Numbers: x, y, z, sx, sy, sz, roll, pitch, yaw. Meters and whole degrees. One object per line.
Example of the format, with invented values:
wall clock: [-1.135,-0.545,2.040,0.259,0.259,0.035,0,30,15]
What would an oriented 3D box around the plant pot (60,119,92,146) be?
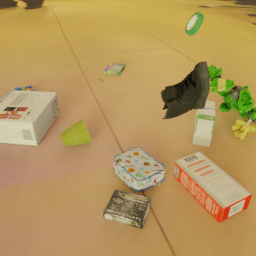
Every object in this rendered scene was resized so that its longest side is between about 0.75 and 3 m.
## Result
plant pot: [-1.927,0.269,10.212,0.963,0.901,0.901,-22,37,-8]

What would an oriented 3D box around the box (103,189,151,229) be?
box: [-0.005,2.198,7.683,1.112,0.269,0.881,10,35,15]

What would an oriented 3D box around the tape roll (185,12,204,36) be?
tape roll: [2.471,-3.887,10.464,0.208,0.867,0.867,23,28,-20]

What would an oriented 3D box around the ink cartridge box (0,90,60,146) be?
ink cartridge box: [-4.189,-0.498,11.082,2.168,1.035,2.469,5,34,7]

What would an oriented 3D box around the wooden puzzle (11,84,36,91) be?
wooden puzzle: [-5.134,-1.838,13.825,1.118,0.279,1.207,-18,37,-25]

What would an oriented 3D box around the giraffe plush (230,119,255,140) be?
giraffe plush: [4.522,0.014,10.668,0.754,0.930,0.803,5,57,-39]

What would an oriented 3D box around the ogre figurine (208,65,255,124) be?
ogre figurine: [4.391,-1.262,11.494,2.868,1.407,1.720,31,3,25]

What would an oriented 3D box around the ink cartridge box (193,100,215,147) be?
ink cartridge box: [2.884,-0.221,10.580,0.652,1.124,1.553,9,34,12]

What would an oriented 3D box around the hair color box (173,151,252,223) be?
hair color box: [2.374,1.632,8.199,1.074,0.648,2.115,-17,38,-23]

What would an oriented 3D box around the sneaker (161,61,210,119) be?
sneaker: [1.555,-0.967,8.044,1.318,2.527,0.759,-5,69,9]

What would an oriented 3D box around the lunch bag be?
lunch bag: [0.378,1.276,8.805,1.297,0.612,1.619,-19,37,-29]

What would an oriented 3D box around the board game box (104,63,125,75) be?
board game box: [-0.774,-3.451,16.358,0.923,0.200,1.372,8,34,11]
